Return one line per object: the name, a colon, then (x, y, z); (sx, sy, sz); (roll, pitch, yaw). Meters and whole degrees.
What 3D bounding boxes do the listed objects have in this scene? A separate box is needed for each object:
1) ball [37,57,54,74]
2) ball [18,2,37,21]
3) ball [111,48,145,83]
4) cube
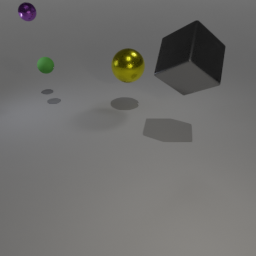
ball: (-3.496, -2.664, 11.902); (0.700, 0.700, 0.700); (0, 29, 0)
ball: (-3.989, -4.598, 11.094); (0.700, 0.700, 0.700); (0, 29, 0)
ball: (0.002, -2.576, 11.596); (1.400, 1.400, 1.400); (0, 29, 0)
cube: (1.844, -2.005, 8.331); (1.400, 1.400, 1.400); (27, -23, -32)
